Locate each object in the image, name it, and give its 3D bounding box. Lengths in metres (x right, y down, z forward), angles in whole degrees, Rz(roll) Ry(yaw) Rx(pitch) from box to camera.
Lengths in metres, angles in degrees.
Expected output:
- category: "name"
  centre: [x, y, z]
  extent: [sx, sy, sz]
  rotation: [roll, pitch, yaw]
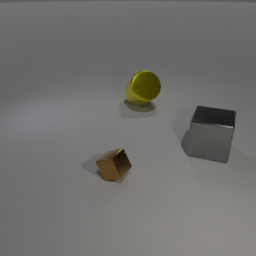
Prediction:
- category: "cylinder"
  centre: [0.676, -1.829, 13.206]
  extent: [1.400, 1.400, 1.400]
  rotation: [-8, -4, -14]
- category: "cube"
  centre: [2.959, 0.178, 9.916]
  extent: [1.400, 1.400, 1.400]
  rotation: [10, 29, 19]
- category: "cube"
  centre: [-0.432, 1.122, 8.660]
  extent: [0.700, 0.700, 0.700]
  rotation: [-15, 15, 37]
